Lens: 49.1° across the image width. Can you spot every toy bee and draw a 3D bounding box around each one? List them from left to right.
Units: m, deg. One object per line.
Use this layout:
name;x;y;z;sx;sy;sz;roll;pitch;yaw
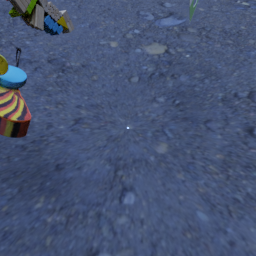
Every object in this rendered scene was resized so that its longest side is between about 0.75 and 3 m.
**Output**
toy bee;-2.749;-0.768;5.489;1.349;1.624;2.482;3;21;-31

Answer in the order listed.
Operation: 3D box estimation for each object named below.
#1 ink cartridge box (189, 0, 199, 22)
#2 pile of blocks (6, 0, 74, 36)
ink cartridge box;1.758;-4.577;8.062;0.581;2.422;1.762;14;62;17
pile of blocks;-1.575;-1.906;4.741;0.504;1.620;0.665;0;84;23
